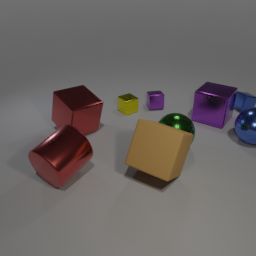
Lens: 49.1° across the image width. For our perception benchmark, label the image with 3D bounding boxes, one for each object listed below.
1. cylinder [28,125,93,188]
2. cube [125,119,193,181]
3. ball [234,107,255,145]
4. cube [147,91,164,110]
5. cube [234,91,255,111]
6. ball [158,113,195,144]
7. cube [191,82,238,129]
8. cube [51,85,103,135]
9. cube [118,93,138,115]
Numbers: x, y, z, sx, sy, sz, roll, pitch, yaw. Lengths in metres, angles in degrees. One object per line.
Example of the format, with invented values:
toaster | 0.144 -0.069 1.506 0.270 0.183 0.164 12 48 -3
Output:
cylinder | -2.026 0.840 8.538 1.400 1.400 1.400 20 47 31
cube | 0.967 0.623 8.412 1.400 1.400 1.400 20 6 24
ball | 4.706 -0.081 10.410 1.400 1.400 1.400 0 30 0
cube | 1.289 -1.326 13.241 0.700 0.700 0.700 -5 24 -7
cube | 5.411 -1.236 13.007 0.700 0.700 0.700 3 26 -23
ball | 1.683 0.153 9.993 1.400 1.400 1.400 0 30 0
cube | 3.710 -1.020 12.057 1.400 1.400 1.400 18 34 29
cube | -2.003 -0.646 10.951 1.400 1.400 1.400 -21 49 -39
cube | -0.002 -1.102 12.884 0.700 0.700 0.700 -21 37 -30
